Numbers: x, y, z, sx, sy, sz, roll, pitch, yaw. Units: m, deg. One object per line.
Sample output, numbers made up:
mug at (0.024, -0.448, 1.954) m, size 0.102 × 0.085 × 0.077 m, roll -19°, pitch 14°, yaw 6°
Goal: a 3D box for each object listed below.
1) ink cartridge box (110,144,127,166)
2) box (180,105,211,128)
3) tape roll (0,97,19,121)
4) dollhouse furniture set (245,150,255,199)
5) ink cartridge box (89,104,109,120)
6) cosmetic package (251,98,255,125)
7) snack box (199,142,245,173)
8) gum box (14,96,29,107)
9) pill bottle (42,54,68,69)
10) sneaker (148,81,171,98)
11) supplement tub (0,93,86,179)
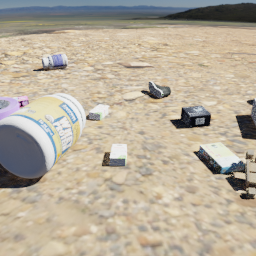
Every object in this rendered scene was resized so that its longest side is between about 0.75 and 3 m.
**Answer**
ink cartridge box at (-0.291, 0.834, 8.810) m, size 0.507 × 0.291 × 0.865 m, roll 1°, pitch 27°, yaw 2°
box at (2.667, -0.461, 11.087) m, size 0.895 × 0.534 × 0.910 m, roll -6°, pitch 28°, yaw -10°
tape roll at (-5.425, -0.637, 11.349) m, size 1.944 × 0.638 × 1.944 m, roll 0°, pitch 28°, yaw 0°
dollhouse furniture set at (4.033, 1.369, 7.782) m, size 1.533 × 0.878 × 1.798 m, roll 7°, pitch 51°, yaw 15°
ink cartridge box at (-1.182, -0.668, 11.763) m, size 0.546 × 0.314 × 0.932 m, roll 11°, pitch 29°, yaw 20°
cosmetic package at (5.495, -0.400, 10.738) m, size 1.084 × 0.761 × 2.136 m, roll 5°, pitch 28°, yaw 10°
snack box at (2.884, 0.896, 8.728) m, size 0.777 × 0.248 × 1.338 m, roll -6°, pitch 27°, yaw -14°
gum box at (-5.043, -1.164, 12.737) m, size 0.972 × 0.322 × 0.552 m, roll -12°, pitch 29°, yaw -22°
pill bottle at (-4.820, -4.339, 18.382) m, size 1.521 × 0.911 × 0.911 m, roll -15°, pitch 30°, yaw -27°
sneaker at (1.617, -1.962, 14.154) m, size 0.751 × 0.536 × 1.515 m, roll -10°, pitch 34°, yaw -23°
supplement tub at (-2.545, 0.099, 8.508) m, size 1.876 × 1.876 × 2.593 m, roll 8°, pitch 28°, yaw 15°
